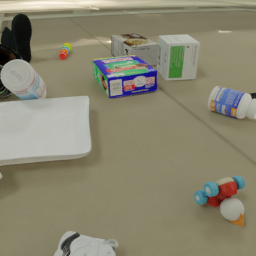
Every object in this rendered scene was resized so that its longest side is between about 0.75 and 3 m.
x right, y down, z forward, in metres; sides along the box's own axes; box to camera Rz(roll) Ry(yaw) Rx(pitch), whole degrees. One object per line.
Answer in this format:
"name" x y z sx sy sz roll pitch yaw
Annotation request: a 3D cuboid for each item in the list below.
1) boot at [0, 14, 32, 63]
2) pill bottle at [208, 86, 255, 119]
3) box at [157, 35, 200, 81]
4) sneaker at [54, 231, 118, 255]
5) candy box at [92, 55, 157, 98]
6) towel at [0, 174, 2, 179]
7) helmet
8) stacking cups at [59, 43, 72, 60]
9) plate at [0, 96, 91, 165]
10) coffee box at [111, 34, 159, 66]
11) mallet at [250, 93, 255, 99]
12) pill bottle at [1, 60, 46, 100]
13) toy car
"boot" -4.932 -3.984 12.226 0.811 2.193 1.797 -21 42 -38
"pill bottle" 2.990 -0.683 7.859 1.288 0.722 0.722 23 37 33
"box" 1.860 -2.684 10.624 1.211 1.406 1.413 -5 30 -8
"sneaker" -0.572 1.928 3.536 0.830 0.543 1.445 0 27 5
"candy box" -0.159 -1.885 9.851 1.739 0.792 2.057 -12 31 -17
"towel" -3.934 0.835 5.346 2.825 0.330 2.155 25 49 39
"helmet" -4.161 -1.714 8.856 1.590 1.516 1.590 25 35 -20
"stacking cups" -2.956 -3.579 13.228 0.449 0.449 1.484 -1 35 -2
"plate" -2.299 0.058 6.805 2.777 0.450 2.783 -4 31 -7
"coffee box" 0.256 -3.474 12.442 1.320 0.932 2.335 -12 32 -20
"mallet" 4.632 -1.065 8.894 2.430 0.500 0.800 -14 37 -14
"pill bottle" -2.885 -1.241 8.005 0.868 0.868 1.596 0 -11 0
"toy car" 1.665 1.302 4.737 0.721 0.692 0.782 -5 57 -24
